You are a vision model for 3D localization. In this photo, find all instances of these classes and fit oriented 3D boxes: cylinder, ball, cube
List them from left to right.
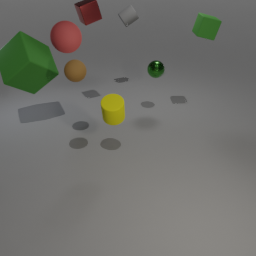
[{"bbox_3d":[-3.649,-2.314,10.173,1.400,1.400,1.400,18,44,-60],"label":"cube"},{"bbox_3d":[-1.395,-2.048,6.316,0.700,0.700,0.700,0,29,0],"label":"ball"},{"bbox_3d":[-1.660,-1.800,8.829,0.700,0.700,0.700,0,29,0],"label":"ball"},{"bbox_3d":[-1.483,-4.345,10.434,0.700,0.700,0.700,-27,39,-11],"label":"cube"},{"bbox_3d":[-0.451,-0.555,8.487,0.700,0.700,0.700,-1,53,1],"label":"cylinder"},{"bbox_3d":[0.014,-5.087,12.725,0.700,0.700,0.700,-33,30,8],"label":"cylinder"},{"bbox_3d":[1.129,-2.373,11.317,0.700,0.700,0.700,0,29,0],"label":"ball"},{"bbox_3d":[2.856,-3.701,10.210,0.700,0.700,0.700,10,33,-11],"label":"cube"}]
